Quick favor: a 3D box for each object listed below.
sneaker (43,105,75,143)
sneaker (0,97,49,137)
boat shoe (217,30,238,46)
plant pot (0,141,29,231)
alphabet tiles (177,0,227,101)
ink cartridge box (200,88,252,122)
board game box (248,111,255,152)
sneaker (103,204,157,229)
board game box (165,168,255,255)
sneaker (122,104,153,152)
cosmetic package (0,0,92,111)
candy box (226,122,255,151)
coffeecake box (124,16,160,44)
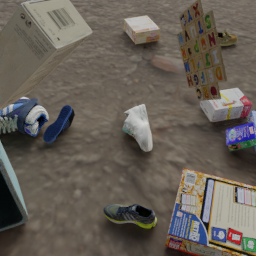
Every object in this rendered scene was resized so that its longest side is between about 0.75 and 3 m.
[{"bbox_3d":[-2.078,-0.046,8.694,0.475,0.528,1.354,25,70,22],"label":"sneaker"},{"bbox_3d":[-3.480,-0.160,8.462,1.562,0.859,2.133,31,47,33],"label":"sneaker"},{"bbox_3d":[4.138,-4.146,12.790,1.843,0.578,0.676,-3,44,-3],"label":"boat shoe"},{"bbox_3d":[-3.821,0.964,6.356,2.308,2.302,2.351,-16,43,-16],"label":"plant pot"},{"bbox_3d":[1.255,-1.297,4.965,0.052,1.657,1.379,-16,7,-11],"label":"alphabet tiles"},{"bbox_3d":[3.234,-0.778,9.329,1.323,0.552,0.960,-10,45,-10],"label":"ink cartridge box"},{"bbox_3d":[5.027,0.393,8.179,2.573,0.471,1.946,5,45,7],"label":"board game box"},{"bbox_3d":[0.055,1.952,6.535,1.280,0.518,0.473,6,44,6],"label":"sneaker"},{"bbox_3d":[2.285,2.077,6.356,2.500,0.579,1.894,14,46,14],"label":"board game box"},{"bbox_3d":[0.245,0.053,8.497,0.852,0.725,1.926,-12,38,5],"label":"sneaker"},{"bbox_3d":[-1.634,-1.115,4.479,2.029,0.721,1.067,-30,14,34],"label":"cosmetic package"},{"bbox_3d":[3.314,0.260,8.164,0.819,0.315,0.693,-19,34,33],"label":"candy box"},{"bbox_3d":[0.644,-4.701,13.356,1.229,0.585,1.601,-14,46,-14],"label":"coffeecake box"}]
